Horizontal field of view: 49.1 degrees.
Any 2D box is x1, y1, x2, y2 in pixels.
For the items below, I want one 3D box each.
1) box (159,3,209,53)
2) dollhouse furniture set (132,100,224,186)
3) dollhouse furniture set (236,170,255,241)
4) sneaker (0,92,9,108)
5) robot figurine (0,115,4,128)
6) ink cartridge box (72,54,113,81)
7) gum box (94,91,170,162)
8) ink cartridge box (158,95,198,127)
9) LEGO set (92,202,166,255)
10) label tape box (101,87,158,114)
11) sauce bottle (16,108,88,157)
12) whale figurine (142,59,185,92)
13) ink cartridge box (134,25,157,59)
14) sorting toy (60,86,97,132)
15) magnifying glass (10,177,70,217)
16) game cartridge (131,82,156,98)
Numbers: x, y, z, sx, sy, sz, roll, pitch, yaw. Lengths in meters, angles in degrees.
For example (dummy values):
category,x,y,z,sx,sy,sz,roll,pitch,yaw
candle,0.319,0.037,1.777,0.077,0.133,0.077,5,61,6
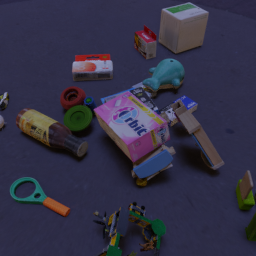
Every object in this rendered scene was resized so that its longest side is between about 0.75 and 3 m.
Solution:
category,x,y,z,sx,sy,sz,roll,pitch,yaw
box,2.767,-5.082,14.212,1.815,1.824,1.563,-22,50,-22
dollhouse furniture set,1.327,0.755,9.146,2.519,1.644,2.378,-33,24,9
dollhouse furniture set,4.409,1.995,7.337,2.582,1.296,1.692,4,44,4
sneaker,-5.062,-1.076,11.219,0.409,0.360,0.968,-8,36,0
robot figurine,-4.945,-0.252,10.180,0.972,0.549,0.824,10,18,10
ink cartridge box,-1.636,-3.042,13.063,1.786,0.552,2.202,-4,47,-4
gum box,0.035,-0.161,8.754,1.346,0.784,2.371,-30,42,-15
ink cartridge box,1.905,-0.676,10.770,1.513,0.334,0.711,-31,53,-28
LEGO set,-0.107,3.048,6.614,1.740,1.311,2.263,23,44,-18
label tape box,-0.021,-0.904,10.650,1.562,0.721,2.181,-19,50,-12
sauce bottle,-2.586,0.156,9.502,2.741,0.905,0.905,23,49,25
whale figurine,1.522,-2.243,11.774,2.025,1.051,1.611,-31,54,-35
ink cartridge box,0.845,-4.272,13.854,0.559,1.171,1.334,-19,47,-18
sorting toy,-1.777,-0.632,10.505,1.260,0.861,2.098,-20,59,0
magnifying glass,-2.551,2.015,8.105,2.013,0.225,0.801,22,48,20
game cartridge,0.700,-1.592,11.827,0.664,0.202,0.996,-26,50,-29
